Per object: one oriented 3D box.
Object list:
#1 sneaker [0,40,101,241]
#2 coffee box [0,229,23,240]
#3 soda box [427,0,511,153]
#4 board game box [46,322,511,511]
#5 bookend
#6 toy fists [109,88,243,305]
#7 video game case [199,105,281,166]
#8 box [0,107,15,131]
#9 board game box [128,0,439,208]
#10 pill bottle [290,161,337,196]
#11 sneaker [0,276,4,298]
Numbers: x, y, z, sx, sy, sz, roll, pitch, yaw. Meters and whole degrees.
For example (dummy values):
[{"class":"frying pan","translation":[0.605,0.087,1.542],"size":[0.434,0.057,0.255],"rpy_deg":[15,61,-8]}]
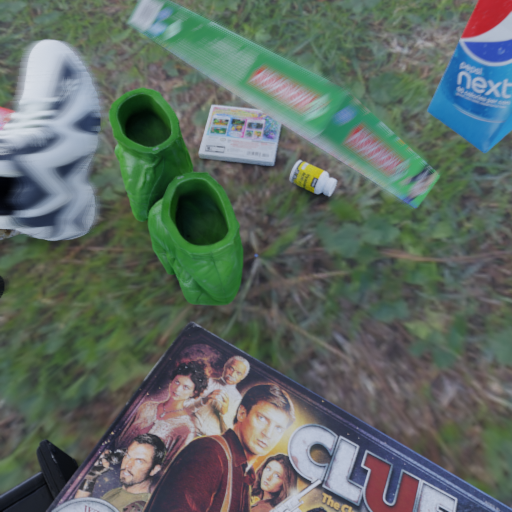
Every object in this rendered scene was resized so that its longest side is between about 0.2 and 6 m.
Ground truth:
[{"class":"sneaker","translation":[-2.491,-1.282,6.014],"size":[0.904,1.474,2.265],"rpy_deg":[7,97,20]},{"class":"coffee box","translation":[-3.501,-0.880,8.490],"size":[1.602,0.905,0.639],"rpy_deg":[-18,61,-10]},{"class":"soda box","translation":[3.294,-2.878,6.599],"size":[1.138,3.356,1.077],"rpy_deg":[-38,69,-24]},{"class":"board game box","translation":[0.407,2.946,5.507],"size":[4.473,0.774,3.030],"rpy_deg":[29,48,7]},{"class":"bookend","translation":[-2.596,3.635,5.667],"size":[2.386,1.106,2.401],"rpy_deg":[-28,63,-16]},{"class":"toy fists","translation":[-1.172,-0.753,7.981],"size":[1.139,1.689,3.313],"rpy_deg":[-28,62,-10]},{"class":"video game case","translation":[-0.249,-2.089,9.662],"size":[1.277,0.151,1.163],"rpy_deg":[7,59,5]},{"class":"box","translation":[-4.361,-1.935,9.175],"size":[1.639,0.817,0.783],"rpy_deg":[17,60,10]},{"class":"board game box","translation":[0.263,-1.753,6.164],"size":[3.228,2.172,0.470],"rpy_deg":[41,104,37]},{"class":"pill bottle","translation":[0.926,-1.229,9.007],"size":[0.696,0.387,0.387],"rpy_deg":[26,63,14]},{"class":"sneaker","translation":[-3.432,0.556,5.271],"size":[1.457,1.020,2.524],"rpy_deg":[11,25,25]}]
